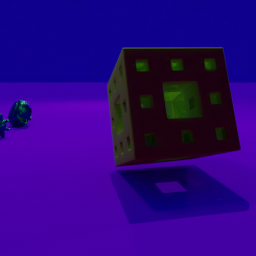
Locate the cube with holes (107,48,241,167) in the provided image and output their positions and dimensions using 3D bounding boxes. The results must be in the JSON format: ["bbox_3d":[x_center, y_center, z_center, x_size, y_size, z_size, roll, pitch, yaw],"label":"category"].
[{"bbox_3d":[0.458,-0.192,3.542,1.188,1.188,1.188,-4,-10,-13],"label":"cube with holes"}]

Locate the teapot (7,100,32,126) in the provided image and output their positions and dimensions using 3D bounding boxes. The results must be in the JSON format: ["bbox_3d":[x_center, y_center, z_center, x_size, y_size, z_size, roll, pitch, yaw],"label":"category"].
[{"bbox_3d":[-2.828,-0.369,7.441,0.556,0.706,1.135,27,14,-34],"label":"teapot"}]

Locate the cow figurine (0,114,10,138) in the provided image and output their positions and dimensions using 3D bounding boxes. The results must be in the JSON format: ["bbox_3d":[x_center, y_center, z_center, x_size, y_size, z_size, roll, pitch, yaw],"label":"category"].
[{"bbox_3d":[-2.969,0.023,5.656,0.955,0.533,0.970,0,19,-5],"label":"cow figurine"}]
